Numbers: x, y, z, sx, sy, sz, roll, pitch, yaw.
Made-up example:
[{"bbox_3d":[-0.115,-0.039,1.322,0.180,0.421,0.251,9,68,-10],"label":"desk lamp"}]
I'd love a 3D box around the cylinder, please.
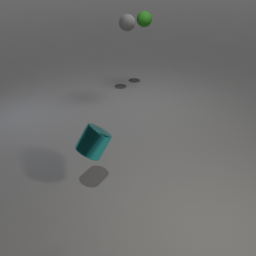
[{"bbox_3d":[-0.861,0.347,6.993,0.700,0.700,0.700,29,8,-4],"label":"cylinder"}]

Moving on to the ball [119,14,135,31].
[{"bbox_3d":[-0.039,-4.524,12.030,0.700,0.700,0.700,0,29,0],"label":"ball"}]

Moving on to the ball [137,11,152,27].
[{"bbox_3d":[0.749,-4.999,12.863,0.700,0.700,0.700,0,29,0],"label":"ball"}]
